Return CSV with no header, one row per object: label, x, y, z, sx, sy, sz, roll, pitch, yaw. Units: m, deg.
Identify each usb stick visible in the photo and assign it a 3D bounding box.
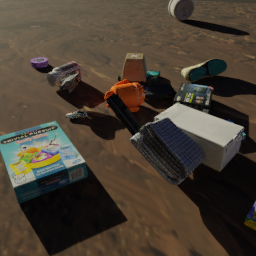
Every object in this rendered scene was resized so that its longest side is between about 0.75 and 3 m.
usb stick,0.093,-0.164,9.105,0.359,2.200,0.610,-33,8,36

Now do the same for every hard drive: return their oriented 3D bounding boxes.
hard drive,1.262,-1.672,12.759,1.604,0.339,1.082,-5,33,-8

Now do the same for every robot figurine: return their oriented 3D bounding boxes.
robot figurine,-0.059,-1.333,11.606,1.771,1.033,1.274,-13,33,-18

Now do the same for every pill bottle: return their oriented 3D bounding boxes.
pill bottle,-3.120,-2.598,13.673,0.906,0.906,1.636,22,39,30

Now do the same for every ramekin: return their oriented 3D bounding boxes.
ramekin,4.931,-10.939,25.463,2.243,2.243,1.177,-8,43,-12

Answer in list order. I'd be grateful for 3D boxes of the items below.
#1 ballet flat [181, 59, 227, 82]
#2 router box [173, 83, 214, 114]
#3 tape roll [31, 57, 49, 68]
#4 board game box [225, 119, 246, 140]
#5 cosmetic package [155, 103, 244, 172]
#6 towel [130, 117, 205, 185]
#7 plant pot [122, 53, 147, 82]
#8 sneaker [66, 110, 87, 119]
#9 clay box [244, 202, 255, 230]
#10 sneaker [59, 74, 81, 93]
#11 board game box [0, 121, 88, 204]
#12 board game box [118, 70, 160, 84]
ballet flat,3.887,-3.030,14.465,2.662,0.925,0.925,-18,37,-25
router box,2.768,-1.198,11.788,1.439,0.596,1.920,10,34,15
tape roll,-5.045,-3.735,15.984,0.952,0.312,0.952,0,32,0
board game box,3.554,0.095,10.110,0.837,0.248,1.100,-8,34,-12
cosmetic package,2.265,0.209,9.236,2.550,1.035,1.439,28,43,35
towel,1.216,0.536,8.041,1.893,0.810,1.567,48,35,13
plant pot,0.340,-3.026,13.709,1.196,1.059,1.194,4,35,5
sneaker,-2.046,-0.556,11.084,0.820,0.297,0.295,-6,34,-7
clay box,3.609,2.304,6.610,1.403,0.334,0.806,24,41,33
sneaker,-2.680,-1.878,12.052,0.808,0.525,1.400,3,32,28
board game box,-2.707,0.865,8.577,1.999,0.622,2.648,-18,37,-26
board game box,0.584,-2.683,14.390,1.929,0.272,1.305,9,34,14
